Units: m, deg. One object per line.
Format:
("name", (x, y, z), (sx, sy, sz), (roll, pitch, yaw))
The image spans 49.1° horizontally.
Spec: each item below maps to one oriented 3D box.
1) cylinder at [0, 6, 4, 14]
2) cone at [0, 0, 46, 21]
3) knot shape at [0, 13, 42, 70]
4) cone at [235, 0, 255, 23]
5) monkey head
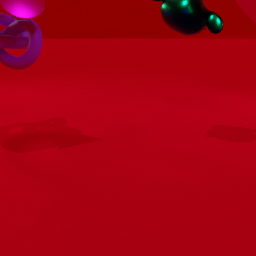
("cylinder", (-3.429, -3.184, 6.442), (1.252, 1.252, 1.252), (22, -19, 8))
("cone", (-2.580, -2.793, 6.567), (1.053, 1.053, 1.057), (-12, -4, -30))
("knot shape", (-3.247, -2.162, 7.095), (1.893, 0.935, 2.023), (-29, 51, -22))
("cone", (1.903, -1.841, 2.536), (1.490, 1.484, 1.484), (-41, 24, 1))
("monkey head", (1.498, -2.961, 6.711), (1.936, 1.393, 1.166), (32, 19, 7))
